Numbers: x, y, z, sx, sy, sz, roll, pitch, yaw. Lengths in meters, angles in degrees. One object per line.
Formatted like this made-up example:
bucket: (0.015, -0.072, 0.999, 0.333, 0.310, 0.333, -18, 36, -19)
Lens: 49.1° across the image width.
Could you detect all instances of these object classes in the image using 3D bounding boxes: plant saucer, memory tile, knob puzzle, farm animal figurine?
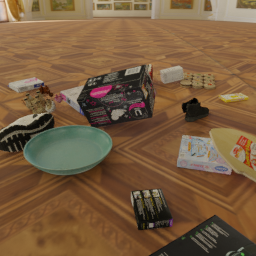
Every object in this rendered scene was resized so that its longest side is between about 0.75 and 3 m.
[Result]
plant saucer: (-1.835, 0.715, 8.828, 2.711, 0.487, 2.711, -1, 27, 0)
memory tile: (3.960, -2.723, 15.874, 1.917, 0.210, 2.501, 6, 28, 12)
knob puzzle: (3.438, 0.798, 8.325, 2.595, 0.360, 2.595, 14, 35, -11)
farm animal figurine: (-3.519, -0.995, 11.909, 1.443, 0.899, 1.787, -35, 43, -20)

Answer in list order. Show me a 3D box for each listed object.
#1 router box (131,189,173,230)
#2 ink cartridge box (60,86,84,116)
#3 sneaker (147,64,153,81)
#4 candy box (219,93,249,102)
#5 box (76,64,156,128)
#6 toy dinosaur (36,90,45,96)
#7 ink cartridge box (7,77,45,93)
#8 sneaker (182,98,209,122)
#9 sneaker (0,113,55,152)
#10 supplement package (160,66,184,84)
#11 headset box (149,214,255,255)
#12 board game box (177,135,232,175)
router box: (0.539, 1.911, 6.704, 0.803, 0.275, 1.076, -4, 27, -7)
ink cartridge box: (-1.884, -1.185, 12.394, 1.263, 0.444, 2.116, -24, 43, -38)
sneaker: (0.738, -2.770, 15.040, 1.118, 1.060, 2.723, 5, 27, 11)
candy box: (5.067, -1.457, 13.436, 1.247, 0.165, 0.637, -8, 26, -15)
box: (-0.354, -1.158, 10.479, 2.478, 1.422, 1.638, -9, 37, 20)
toy dinosaur: (-4.320, -1.770, 14.040, 0.509, 0.290, 0.959, 17, 23, -26)
ink cartridge box: (-5.541, -2.387, 15.105, 1.491, 0.329, 1.518, -24, 37, -38)
sneaker: (2.780, -0.821, 11.363, 1.750, 0.913, 0.526, -23, 36, -37)
sneaker: (-3.707, 0.139, 9.726, 0.989, 0.912, 2.473, 3, 20, 29)
supplement package: (2.456, -2.998, 15.721, 1.157, 0.658, 0.634, -14, 27, -4)
headset box: (1.486, 2.615, 4.558, 2.078, 0.964, 1.810, -18, 31, -32)
board game box: (2.416, 0.795, 8.838, 1.560, 0.322, 1.564, 7, 28, 14)
